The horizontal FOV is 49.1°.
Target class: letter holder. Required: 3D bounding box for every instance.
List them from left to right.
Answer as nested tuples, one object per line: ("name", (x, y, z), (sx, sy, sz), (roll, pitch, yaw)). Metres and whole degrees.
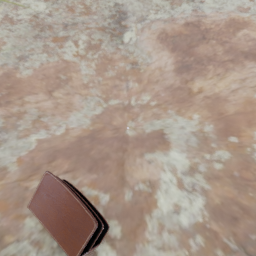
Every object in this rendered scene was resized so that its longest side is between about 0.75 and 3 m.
("letter holder", (-1.127, 1.646, 5.747), (1.577, 1.121, 0.793), (38, 22, 24))
